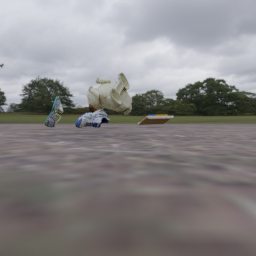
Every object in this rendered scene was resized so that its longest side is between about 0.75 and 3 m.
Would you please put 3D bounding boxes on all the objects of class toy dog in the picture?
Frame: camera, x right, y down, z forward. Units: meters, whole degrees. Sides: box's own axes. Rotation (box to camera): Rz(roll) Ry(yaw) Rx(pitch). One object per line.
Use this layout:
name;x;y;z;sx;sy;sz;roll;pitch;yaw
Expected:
toy dog;-0.680;-1.032;9.200;1.518;1.059;1.472;-4;-35;35

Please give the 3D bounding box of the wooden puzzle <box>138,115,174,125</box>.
wooden puzzle;1.030;-0.320;10.568;1.066;0.215;1.152;-2;-10;-17

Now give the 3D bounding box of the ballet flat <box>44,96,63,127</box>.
ballet flat;-1.888;-0.397;7.341;0.343;0.953;0.343;9;-34;6

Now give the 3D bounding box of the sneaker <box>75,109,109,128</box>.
sneaker;-1.078;-0.218;8.701;1.141;0.503;0.430;-25;-28;-33
